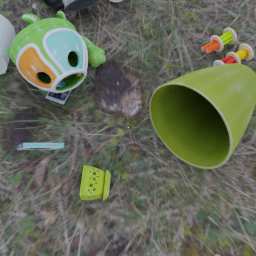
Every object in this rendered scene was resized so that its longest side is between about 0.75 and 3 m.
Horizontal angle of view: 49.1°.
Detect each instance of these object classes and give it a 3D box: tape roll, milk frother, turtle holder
[{"bbox_3d":[-4.294,-2.495,8.130,1.761,1.761,1.209,2,68,1],"label":"tape roll"},{"bbox_3d":[-1.718,-5.235,9.423,2.409,2.175,2.266,-32,107,-41],"label":"milk frother"},{"bbox_3d":[-1.949,-1.949,7.939,1.899,2.499,1.774,-39,79,17],"label":"turtle holder"}]

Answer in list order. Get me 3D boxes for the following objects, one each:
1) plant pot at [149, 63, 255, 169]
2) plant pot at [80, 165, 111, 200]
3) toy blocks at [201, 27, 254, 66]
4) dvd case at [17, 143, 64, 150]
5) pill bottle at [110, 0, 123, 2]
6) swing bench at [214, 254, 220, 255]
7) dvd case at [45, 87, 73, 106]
[{"bbox_3d":[2.266,-0.622,7.287,2.520,2.358,2.358,-36,71,-30],"label":"plant pot"},{"bbox_3d":[-0.809,1.425,7.084,0.699,0.766,0.770,7,68,-3],"label":"plant pot"},{"bbox_3d":[2.831,-2.252,8.666,1.595,0.579,1.329,-33,72,-12],"label":"toy blocks"},{"bbox_3d":[-2.186,0.461,6.910,0.921,1.262,0.139,2,84,-28],"label":"dvd case"},{"bbox_3d":[-0.417,-5.358,9.673,1.068,1.068,1.907,-2,68,-1],"label":"pill bottle"},{"bbox_3d":[2.940,3.973,5.727,2.145,1.399,2.156,8,73,3],"label":"swing bench"},{"bbox_3d":[-2.021,-1.131,8.454,0.633,0.104,0.843,19,69,10],"label":"dvd case"}]
